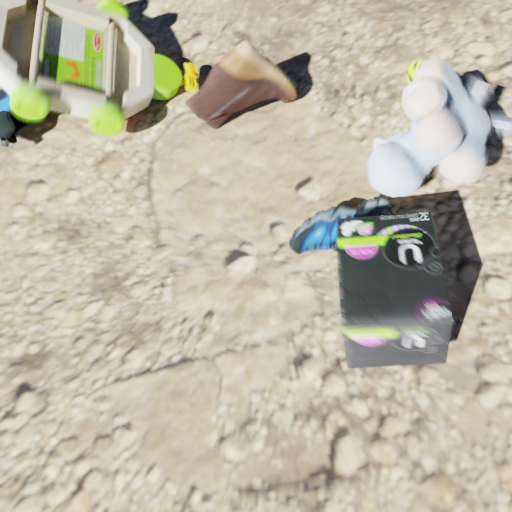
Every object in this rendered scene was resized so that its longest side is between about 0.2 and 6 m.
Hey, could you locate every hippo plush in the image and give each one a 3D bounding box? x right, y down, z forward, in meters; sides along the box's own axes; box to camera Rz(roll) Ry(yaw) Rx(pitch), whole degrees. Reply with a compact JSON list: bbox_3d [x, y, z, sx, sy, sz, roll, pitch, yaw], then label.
[{"bbox_3d":[2.750,-2.070,9.535,1.935,1.953,2.429,53,48,-11],"label":"hippo plush"}]

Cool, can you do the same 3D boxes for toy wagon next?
[{"bbox_3d":[-3.140,-3.808,11.110,4.021,0.796,3.120,9,61,-26],"label":"toy wagon"}]

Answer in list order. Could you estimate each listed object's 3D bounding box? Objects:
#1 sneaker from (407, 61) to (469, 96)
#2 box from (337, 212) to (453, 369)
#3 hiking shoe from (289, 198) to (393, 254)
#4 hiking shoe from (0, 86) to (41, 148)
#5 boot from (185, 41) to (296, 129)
[{"bbox_3d":[3.935,-3.346,11.345,0.816,0.723,1.952,-21,62,-30],"label":"sneaker"},{"bbox_3d":[2.010,0.503,8.444,1.495,1.251,2.013,-4,50,10],"label":"box"},{"bbox_3d":[1.561,-0.368,9.563,1.994,0.742,0.865,-18,60,-10],"label":"hiking shoe"},{"bbox_3d":[-4.557,-3.282,11.310,1.185,1.017,2.734,30,66,5],"label":"hiking shoe"},{"bbox_3d":[-0.271,-3.182,11.148,1.671,2.009,0.727,-43,56,19],"label":"boot"}]
